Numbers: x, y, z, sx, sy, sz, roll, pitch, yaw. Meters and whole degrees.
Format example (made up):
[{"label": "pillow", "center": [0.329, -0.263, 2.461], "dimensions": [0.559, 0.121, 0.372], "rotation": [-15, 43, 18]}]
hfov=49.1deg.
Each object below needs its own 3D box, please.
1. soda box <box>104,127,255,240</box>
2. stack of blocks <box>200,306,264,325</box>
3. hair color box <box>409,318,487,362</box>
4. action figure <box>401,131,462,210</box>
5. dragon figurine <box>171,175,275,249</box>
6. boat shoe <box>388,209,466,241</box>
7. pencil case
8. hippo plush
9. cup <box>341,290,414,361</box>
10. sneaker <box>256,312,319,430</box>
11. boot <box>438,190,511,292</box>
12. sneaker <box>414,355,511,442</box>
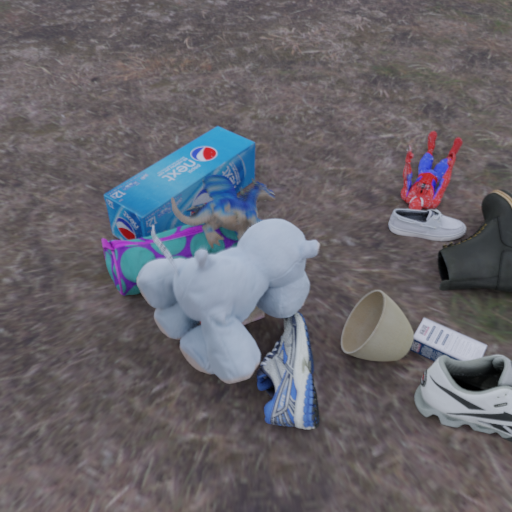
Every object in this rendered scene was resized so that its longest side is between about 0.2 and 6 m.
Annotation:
[{"label": "soda box", "center": [-1.451, -1.409, 11.523], "dimensions": [1.112, 1.052, 3.278], "rotation": [29, 51, 27]}, {"label": "stack of blocks", "center": [-0.204, 0.594, 9.778], "dimensions": [1.823, 0.534, 1.050], "rotation": [-18, 46, -19]}, {"label": "hair color box", "center": [3.076, 1.473, 9.009], "dimensions": [1.059, 0.321, 0.530], "rotation": [25, 49, 24]}, {"label": "action figure", "center": [3.813, -2.067, 12.051], "dimensions": [0.934, 1.417, 2.862], "rotation": [18, 49, 19]}, {"label": "dragon figurine", "center": [-0.632, -0.833, 9.499], "dimensions": [2.652, 0.780, 1.318], "rotation": [3, 42, -42]}, {"label": "boat shoe", "center": [3.424, -0.689, 11.138], "dimensions": [1.500, 0.514, 0.540], "rotation": [10, 47, 11]}, {"label": "pencil case", "center": [-1.429, -0.084, 10.045], "dimensions": [2.466, 1.140, 1.049], "rotation": [-17, 42, -18]}, {"label": "hippo plush", "center": [-0.375, 0.254, 8.519], "dimensions": [2.210, 2.749, 2.190], "rotation": [-36, 39, -31]}, {"label": "cup", "center": [1.995, 1.215, 8.862], "dimensions": [0.805, 1.125, 1.125], "rotation": [30, 43, -12]}, {"label": "sneaker", "center": [0.418, 1.654, 8.504], "dimensions": [0.892, 0.807, 2.094], "rotation": [-8, 38, 7]}, {"label": "boot", "center": [4.140, -0.350, 10.573], "dimensions": [1.692, 0.947, 2.446], "rotation": [-2, 42, 5]}, {"label": "sneaker", "center": [3.682, 1.988, 7.893], "dimensions": [2.612, 1.156, 0.968], "rotation": [7, 42, 5]}]
